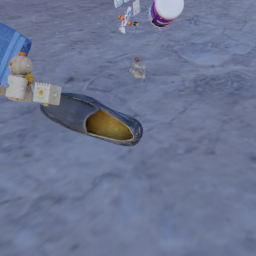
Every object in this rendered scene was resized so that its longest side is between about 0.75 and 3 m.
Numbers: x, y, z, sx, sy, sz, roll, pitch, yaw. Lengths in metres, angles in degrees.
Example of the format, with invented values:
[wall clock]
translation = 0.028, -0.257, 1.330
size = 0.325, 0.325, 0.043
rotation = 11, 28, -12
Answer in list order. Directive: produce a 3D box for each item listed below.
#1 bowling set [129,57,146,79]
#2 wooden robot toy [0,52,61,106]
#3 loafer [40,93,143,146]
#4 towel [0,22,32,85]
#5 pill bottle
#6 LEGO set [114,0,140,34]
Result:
[bowling set]
translation = 0.358, -1.770, 8.206
size = 0.420, 0.544, 0.782
rotation = 7, 26, -17
[wooden robot toy]
translation = -0.876, -0.411, 2.196
size = 0.867, 0.394, 0.382
rotation = 11, 3, 39
[loafer]
translation = -0.671, -0.189, 4.934
size = 1.953, 0.711, 0.706
rotation = 16, 3, 3
[towel]
translation = -3.155, -1.627, 5.216
size = 2.348, 1.311, 0.570
rotation = 24, -9, -20
[pill bottle]
translation = 1.162, -3.775, 9.011
size = 0.873, 0.873, 1.553
rotation = -5, 6, -6
[LEGO set]
translation = 0.093, -3.859, 9.139
size = 0.372, 1.515, 1.132
rotation = 35, 64, 28
